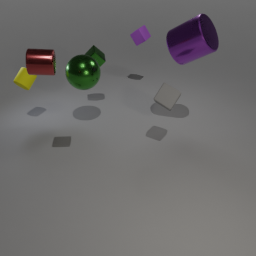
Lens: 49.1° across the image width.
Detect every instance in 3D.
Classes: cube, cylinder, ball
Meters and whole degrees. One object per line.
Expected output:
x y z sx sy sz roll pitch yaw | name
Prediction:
-1.523 -3.192 12.799 0.700 0.700 0.700 34 30 -34 | cube
0.681 -5.004 15.153 0.700 0.700 0.700 -17 25 43 | cube
-4.285 -2.048 11.680 0.700 0.700 0.700 18 75 28 | cylinder
1.387 -1.091 9.863 0.700 0.700 0.700 33 3 7 | cube
-1.797 -2.223 11.214 1.400 1.400 1.400 0 30 0 | ball
-2.362 -1.795 7.644 0.700 0.700 0.700 0 30 -8 | cylinder
2.358 -3.206 10.242 1.400 1.400 1.400 -16 15 41 | cylinder
